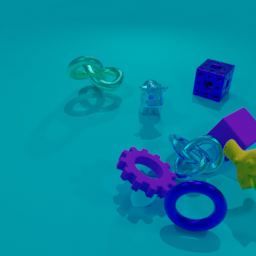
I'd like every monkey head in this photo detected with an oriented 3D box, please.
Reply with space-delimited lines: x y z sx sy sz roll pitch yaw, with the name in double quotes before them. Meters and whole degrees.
"monkey head" 2.679 0.694 5.865 0.997 1.654 1.190 -9 43 -24

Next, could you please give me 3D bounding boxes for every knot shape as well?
"knot shape" 1.763 0.680 7.083 1.396 0.689 1.492 -4 48 -5
"knot shape" -1.015 -1.842 9.685 1.830 0.904 1.956 21 6 11

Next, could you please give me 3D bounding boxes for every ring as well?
"ring" 1.331 1.563 5.573 1.231 1.231 0.246 7 27 9

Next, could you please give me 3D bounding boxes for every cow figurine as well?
"cow figurine" 0.744 -1.088 8.747 0.856 1.535 1.560 0 50 0

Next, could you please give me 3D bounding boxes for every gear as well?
"gear" 0.436 0.997 6.473 1.412 0.261 1.412 21 28 -12

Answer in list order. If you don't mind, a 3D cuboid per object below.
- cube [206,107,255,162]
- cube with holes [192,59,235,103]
"cube" 2.833 0.168 7.388 0.907 0.907 0.907 -24 69 -29
"cube with holes" 3.055 -1.714 10.010 1.025 1.025 1.025 23 43 27
